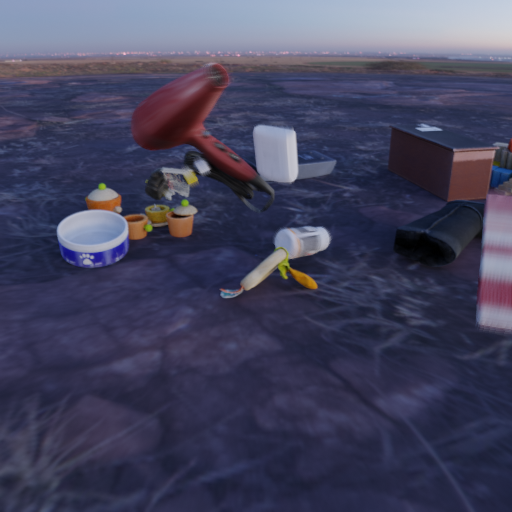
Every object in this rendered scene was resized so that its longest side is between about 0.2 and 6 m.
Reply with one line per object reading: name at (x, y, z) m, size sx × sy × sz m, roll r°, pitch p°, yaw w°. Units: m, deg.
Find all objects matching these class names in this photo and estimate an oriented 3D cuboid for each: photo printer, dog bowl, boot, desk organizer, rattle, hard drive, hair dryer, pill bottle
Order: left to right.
dog bowl at (-2.978, -0.328, 10.278) m, size 1.242 × 0.489 × 1.242 m, roll 3°, pitch 35°, yaw -2°
hair dryer at (-0.972, -2.252, 10.766) m, size 2.819 × 3.701 × 1.005 m, roll 5°, pitch 62°, yaw 1°
rattle at (0.169, 0.530, 8.938) m, size 1.307 × 0.934 × 0.851 m, roll -40°, pitch 11°, yaw -35°
photo printer at (0.374, -1.886, 10.540) m, size 0.847 × 1.018 × 0.354 m, roll 18°, pitch 41°, yaw 33°
hard drive at (0.922, -2.576, 15.908) m, size 2.322 × 0.491 × 1.566 m, roll -9°, pitch 24°, yaw -20°
pill bottle at (0.825, -0.252, 9.932) m, size 0.907 × 0.528 × 0.528 m, roll -9°, pitch 23°, yaw -38°
desk organizer at (4.745, -2.552, 14.792) m, size 1.210 × 1.299 × 3.375 m, roll -5°, pitch 23°, yaw -12°
boot at (3.996, -0.455, 10.389) m, size 2.059 × 0.820 × 2.498 m, roll 5°, pitch 16°, yaw 40°

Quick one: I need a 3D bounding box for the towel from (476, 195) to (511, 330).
towel at (3.568, 0.104, 7.185) m, size 1.313 × 1.823 × 0.207 m, roll 7°, pitch -19°, yaw 14°

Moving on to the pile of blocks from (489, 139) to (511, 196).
pile of blocks at (6.756, -2.300, 14.365) m, size 1.565 × 1.185 × 3.813 m, roll -7°, pitch 23°, yaw -17°

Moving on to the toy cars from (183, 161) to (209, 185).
toy cars at (-1.087, -1.523, 9.963) m, size 0.386 × 0.191 × 0.861 m, roll -6°, pitch 29°, yaw 29°

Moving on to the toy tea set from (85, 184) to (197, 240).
toy tea set at (-2.473, -0.959, 11.517) m, size 2.486 × 0.920 × 1.478 m, roll -3°, pitch 23°, yaw -7°
